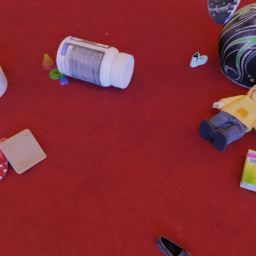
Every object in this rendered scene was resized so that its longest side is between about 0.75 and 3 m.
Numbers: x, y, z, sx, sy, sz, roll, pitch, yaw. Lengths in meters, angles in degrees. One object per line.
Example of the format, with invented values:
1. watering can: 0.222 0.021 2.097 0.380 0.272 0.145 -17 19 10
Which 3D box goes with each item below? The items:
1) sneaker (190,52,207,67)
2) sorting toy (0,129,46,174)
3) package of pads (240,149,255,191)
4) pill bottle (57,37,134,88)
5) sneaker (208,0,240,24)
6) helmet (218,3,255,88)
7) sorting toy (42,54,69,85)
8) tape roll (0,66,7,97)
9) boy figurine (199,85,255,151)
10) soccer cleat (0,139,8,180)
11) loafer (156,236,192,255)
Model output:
1. sneaker: 2.641 -2.574 10.229 0.803 0.474 0.296 -30 57 -23
2. sorting toy: -2.884 0.634 7.697 0.905 0.178 0.977 -36 92 -34
3. package of pads: 3.517 1.176 7.377 0.861 0.380 1.115 16 55 21
4. pill bottle: -1.060 -2.157 9.383 2.317 1.318 1.318 18 55 13
5. sneaker: 2.390 -3.239 6.491 0.751 0.853 1.913 13 81 29
6. helmet: 4.304 -2.828 9.170 2.567 2.447 2.567 0 53 0
7. sorting toy: -2.594 -2.124 9.854 0.535 0.531 1.542 -31 58 -22
8. tape roll: -5.085 -1.731 9.053 1.908 1.310 1.908 0 53 0
9. boy figurine: 3.454 -0.388 8.324 2.751 0.886 1.710 -32 56 -19
10. soccer cleat: -3.493 0.889 7.653 0.419 0.520 1.222 16 70 -30
11. loafer: 1.079 2.784 6.218 1.050 0.331 0.378 32 59 22
